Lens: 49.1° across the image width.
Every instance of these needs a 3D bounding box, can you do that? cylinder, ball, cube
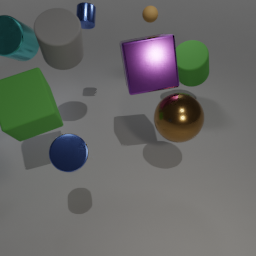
[{"bbox_3d":[-1.125,0.477,5.386,0.700,0.700,0.700,-7,-3,-10],"label":"cylinder"},{"bbox_3d":[2.634,-2.645,11.610,1.400,1.400,1.400,-6,69,15],"label":"cylinder"},{"bbox_3d":[0.987,-5.047,12.427,0.700,0.700,0.700,0,34,0],"label":"ball"},{"bbox_3d":[-1.538,-4.087,10.243,0.700,0.700,0.700,2,-4,0],"label":"cylinder"},{"bbox_3d":[-2.166,-2.823,9.017,1.400,1.400,1.400,2,70,-4],"label":"cylinder"},{"bbox_3d":[1.429,-0.288,7.893,1.400,1.400,1.400,0,34,0],"label":"ball"},{"bbox_3d":[-4.219,-3.264,10.359,1.400,1.400,1.400,4,6,6],"label":"cylinder"},{"bbox_3d":[0.578,-1.869,8.057,1.400,1.400,1.400,-10,20,0],"label":"cube"},{"bbox_3d":[-2.805,-0.609,7.895,1.400,1.400,1.400,-21,78,-8],"label":"cube"}]
